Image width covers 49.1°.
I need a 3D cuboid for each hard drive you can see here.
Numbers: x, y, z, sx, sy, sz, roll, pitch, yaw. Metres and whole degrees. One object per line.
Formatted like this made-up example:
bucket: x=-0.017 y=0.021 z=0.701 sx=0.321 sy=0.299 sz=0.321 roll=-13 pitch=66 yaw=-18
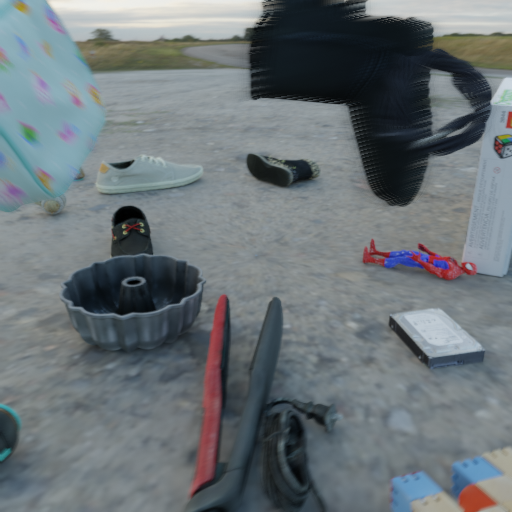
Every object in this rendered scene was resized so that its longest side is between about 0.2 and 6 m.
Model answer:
hard drive: x=2.386 y=1.082 z=7.511 sx=0.801 sy=0.217 sz=1.146 roll=-5 pitch=25 yaw=-11

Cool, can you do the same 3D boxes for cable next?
cable: x=2.275 y=-1.973 z=6.944 sx=1.238 sy=0.385 sz=1.517 roll=13 pitch=69 yaw=19

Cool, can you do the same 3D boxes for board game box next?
board game box: x=4.796 y=-1.762 z=10.811 sx=0.776 sy=2.830 sz=4.484 roll=11 pitch=25 yaw=23

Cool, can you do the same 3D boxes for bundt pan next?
bundt pan: x=-1.671 y=0.681 z=7.782 sx=1.973 sy=0.740 sz=1.973 roll=0 pitch=22 yaw=0

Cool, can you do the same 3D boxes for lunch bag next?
lunch bag: x=-2.955 y=-2.007 z=6.904 sx=1.013 sy=2.107 sz=2.627 roll=-17 pitch=38 yaw=17

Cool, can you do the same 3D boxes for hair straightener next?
hair straightener: x=0.145 y=1.553 z=5.658 sx=1.489 sy=0.792 sz=3.870 roll=1 pitch=23 yaw=2

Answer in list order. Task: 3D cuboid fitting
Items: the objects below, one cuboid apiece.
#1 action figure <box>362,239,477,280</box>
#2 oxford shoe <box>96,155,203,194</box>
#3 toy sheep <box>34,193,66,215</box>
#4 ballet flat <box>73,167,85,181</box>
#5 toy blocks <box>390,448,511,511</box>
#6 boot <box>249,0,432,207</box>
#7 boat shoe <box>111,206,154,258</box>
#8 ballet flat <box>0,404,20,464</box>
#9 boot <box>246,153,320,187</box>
action figure: x=2.817 y=0.062 z=9.644 sx=1.873 sy=0.484 sz=0.613 roll=14 pitch=24 yaw=24
oxford shoe: x=-2.683 y=-2.182 z=14.385 sx=2.874 sy=0.830 sz=1.081 roll=-11 pitch=22 yaw=-28
toy sheep: x=-4.540 y=-1.256 z=12.434 sx=0.664 sy=0.664 sz=0.963 roll=-4 pitch=35 yaw=-10
ballet flat: x=-5.221 y=-2.491 z=15.401 sx=0.537 sy=0.573 sz=1.583 roll=-19 pitch=29 yaw=-36
toy blocks: x=2.144 y=2.115 z=4.251 sx=2.329 sy=1.164 sz=1.592 roll=-7 pitch=13 yaw=-16
boot: x=1.102 y=-2.244 z=7.679 sx=2.419 sy=2.952 sz=1.092 roll=7 pitch=-10 yaw=-11
boat shoe: x=-2.331 y=-0.358 z=10.362 sx=0.763 sy=0.653 sz=2.085 roll=-6 pitch=25 yaw=-14
ballet flat: x=-3.567 y=1.667 z=5.426 sx=2.487 sy=0.845 sz=0.850 roll=5 pitch=34 yaw=12
boot: x=0.707 y=-2.368 z=15.067 sx=1.343 sy=0.642 sz=1.778 roll=-16 pitch=33 yaw=-38
